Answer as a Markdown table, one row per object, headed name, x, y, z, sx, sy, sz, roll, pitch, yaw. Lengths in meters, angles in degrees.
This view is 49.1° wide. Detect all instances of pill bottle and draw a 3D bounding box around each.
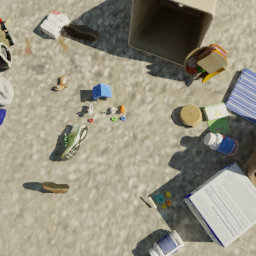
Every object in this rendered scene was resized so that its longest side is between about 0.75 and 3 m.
| name | x | y | z | sx | sy | sz | roll | pitch | yaw |
| --- | --- | --- | --- | --- | --- | --- | --- | --- | --- |
| pill bottle | 1.316 | 4.164 | 9.795 | 1.162 | 0.645 | 0.645 | -32 | 77 | -9 |
| pill bottle | 3.516 | 0.582 | 10.632 | 1.152 | 0.647 | 0.647 | 19 | 75 | -13 |

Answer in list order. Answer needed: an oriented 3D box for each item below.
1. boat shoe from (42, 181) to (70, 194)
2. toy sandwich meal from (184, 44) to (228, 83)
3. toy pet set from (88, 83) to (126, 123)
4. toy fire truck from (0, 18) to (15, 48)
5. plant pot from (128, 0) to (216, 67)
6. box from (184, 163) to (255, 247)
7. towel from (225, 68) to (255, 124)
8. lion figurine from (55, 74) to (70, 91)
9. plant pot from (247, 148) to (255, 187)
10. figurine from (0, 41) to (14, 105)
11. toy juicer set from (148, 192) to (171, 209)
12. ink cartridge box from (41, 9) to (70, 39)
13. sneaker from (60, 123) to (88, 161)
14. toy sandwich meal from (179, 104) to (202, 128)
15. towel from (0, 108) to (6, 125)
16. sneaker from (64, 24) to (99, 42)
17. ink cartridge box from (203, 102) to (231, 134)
| name | x | y | z | sx | sy | sz | roll | pitch | yaw |
| --- | --- | --- | --- | --- | --- | --- | --- | --- | --- |
| boat shoe | -2.655 | 2.221 | 10.164 | 1.054 | 0.379 | 0.358 | 18 | 114 | -31 |
| toy sandwich meal | 3.031 | -2.445 | 10.849 | 1.734 | 1.734 | 0.594 | 3 | 51 | 1 |
| toy pet set | -0.889 | -1.000 | 11.126 | 1.487 | 0.789 | 1.388 | -5 | 75 | -2 |
| toy fire truck | -5.345 | -4.255 | 11.879 | 0.886 | 1.213 | 1.378 | -23 | 59 | -10 |
| plant pot | 1.909 | -4.697 | 11.209 | 2.909 | 2.912 | 2.578 | 22 | 65 | 6 |
| box | 3.451 | 2.687 | 9.939 | 2.152 | 1.129 | 1.980 | -34 | 78 | -9 |
| towel | 5.016 | -1.353 | 11.552 | 1.469 | 0.242 | 2.029 | 31 | 78 | 6 |
| lion figurine | -2.722 | -1.921 | 11.672 | 0.514 | 0.304 | 0.839 | 1 | 61 | 8 |
| plant pot | 5.713 | 0.616 | 9.840 | 2.973 | 2.973 | 2.593 | 9 | 58 | 3 |
| figurine | -6.070 | -2.014 | 11.377 | 2.516 | 1.110 | 2.578 | -10 | 75 | 5 |
| toy juicer set | 1.207 | 2.734 | 10.424 | 0.869 | 0.237 | 0.553 | -10 | 91 | -8 |
| ink cartridge box | -3.188 | -4.535 | 12.272 | 0.758 | 0.428 | 1.033 | 33 | 77 | 8 |
| sneaker | -2.225 | 0.517 | 10.890 | 0.733 | 0.636 | 1.655 | 23 | 70 | 19 |
| toy sandwich meal | 2.514 | -0.480 | 11.243 | 0.988 | 0.338 | 0.988 | -1 | 72 | 2 |
| towel | -5.476 | -0.497 | 11.293 | 1.008 | 0.250 | 0.744 | 13 | 68 | 4 |
| sneaker | -2.015 | -4.222 | 12.227 | 1.537 | 0.541 | 0.581 | 20 | 57 | 2 |
| ink cartridge box | 3.594 | -0.381 | 11.238 | 0.840 | 0.277 | 1.155 | -13 | 73 | -4 |
